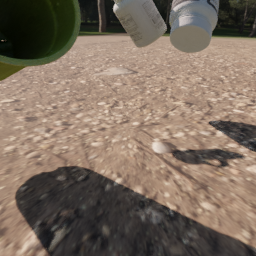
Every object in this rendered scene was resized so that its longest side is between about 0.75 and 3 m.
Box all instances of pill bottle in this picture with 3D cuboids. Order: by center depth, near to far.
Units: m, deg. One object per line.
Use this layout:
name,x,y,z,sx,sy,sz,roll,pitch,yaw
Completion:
pill bottle,2.017,-3.631,8.463,1.400,1.400,2.475,7,67,16
pill bottle,0.249,-4.031,9.569,1.294,2.263,1.294,-28,29,18

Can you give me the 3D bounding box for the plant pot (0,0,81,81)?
plant pot,-2.964,-2.181,6.079,2.868,2.868,2.724,-21,1,-42
